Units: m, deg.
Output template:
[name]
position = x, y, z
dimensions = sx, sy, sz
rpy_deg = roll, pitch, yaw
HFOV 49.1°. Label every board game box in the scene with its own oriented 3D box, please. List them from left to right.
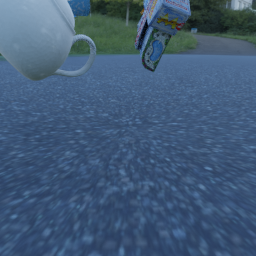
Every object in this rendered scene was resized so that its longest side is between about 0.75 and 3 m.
[board game box]
position = 0.672, -2.391, 6.109
dimensions = 0.629, 2.039, 2.037
rpy_deg = 16, 36, -13

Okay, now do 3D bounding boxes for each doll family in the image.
[doll family]
position = 0.786, -3.146, 8.030
dimensions = 0.643, 0.886, 1.428
rpy_deg = -11, 31, -25

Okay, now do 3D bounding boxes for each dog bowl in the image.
[dog bowl]
position = -1.889, -4.127, 8.641
dimensions = 0.640, 1.439, 2.581
rpy_deg = -19, 25, -17

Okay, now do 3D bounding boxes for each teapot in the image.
[teapot]
position = -1.934, -2.313, 5.941
dimensions = 1.808, 2.443, 2.475
rpy_deg = -35, -2, -2
